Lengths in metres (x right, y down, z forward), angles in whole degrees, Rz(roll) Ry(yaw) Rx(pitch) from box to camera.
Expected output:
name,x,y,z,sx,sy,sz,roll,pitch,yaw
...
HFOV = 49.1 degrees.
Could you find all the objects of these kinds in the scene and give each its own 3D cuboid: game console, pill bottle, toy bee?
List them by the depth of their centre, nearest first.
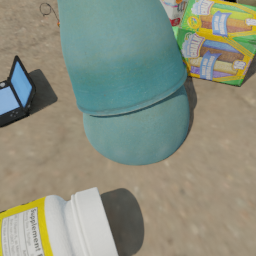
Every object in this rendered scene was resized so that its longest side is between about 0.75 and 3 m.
name,x,y,z,sx,sy,sz,roll,pitch,yaw
pill bottle,-1.701,2.127,4.731,2.891,1.652,1.652,-17,58,-11
game console,-3.134,-0.973,7.272,1.290,0.854,1.467,-26,60,-17
toy bee,-1.839,-3.314,8.899,1.098,0.912,1.678,-44,98,-8

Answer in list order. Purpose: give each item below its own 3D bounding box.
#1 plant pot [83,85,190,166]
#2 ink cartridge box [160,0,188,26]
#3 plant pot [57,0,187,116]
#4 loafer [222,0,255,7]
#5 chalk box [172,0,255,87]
name,x,y,z,sx,sy,sz,roll,pitch,yaw
plant pot,0.204,-0.747,6.531,2.705,1.822,2.705,0,56,0
ink cartridge box,1.612,-4.256,9.155,0.975,1.343,0.971,-23,59,-15
plant pot,-0.287,-2.001,6.003,2.669,2.508,2.669,-14,29,8
loafer,3.527,-3.804,9.105,2.657,0.925,0.999,-28,61,-17
chalk box,2.137,-2.485,7.824,2.583,1.599,1.607,14,57,9
